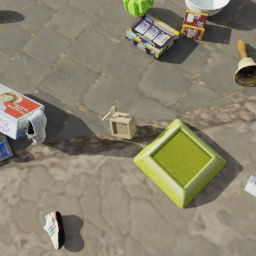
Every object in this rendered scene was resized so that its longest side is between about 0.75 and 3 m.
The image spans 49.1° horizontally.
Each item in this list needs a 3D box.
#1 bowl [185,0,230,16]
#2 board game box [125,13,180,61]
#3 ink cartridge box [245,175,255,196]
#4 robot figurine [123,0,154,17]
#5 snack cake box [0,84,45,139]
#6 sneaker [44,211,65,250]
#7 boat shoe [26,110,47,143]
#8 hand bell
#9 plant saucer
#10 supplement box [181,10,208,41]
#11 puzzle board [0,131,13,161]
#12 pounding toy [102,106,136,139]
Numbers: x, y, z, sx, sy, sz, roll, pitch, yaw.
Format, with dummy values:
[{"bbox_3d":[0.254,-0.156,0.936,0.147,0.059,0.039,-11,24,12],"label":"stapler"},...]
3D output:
[{"bbox_3d":[3.578,-5.959,13.068,2.147,0.965,2.147,0,66,0],"label":"bowl"},{"bbox_3d":[1.082,-4.100,12.499,1.874,0.531,1.549,39,70,15],"label":"board game box"},{"bbox_3d":[4.747,2.198,9.877,1.059,0.267,0.577,30,70,13],"label":"ink cartridge box"},{"bbox_3d":[0.497,-5.598,12.773,1.343,0.886,1.531,-6,31,12],"label":"robot figurine"},{"bbox_3d":[-4.667,-0.763,10.471,2.581,0.867,1.484,26,30,12],"label":"snack cake box"},{"bbox_3d":[-2.481,3.424,9.330,0.570,0.429,1.219,-18,71,17],"label":"sneaker"},{"bbox_3d":[-3.298,0.077,9.913,0.630,1.838,0.662,-34,82,-34],"label":"boat shoe"},{"bbox_3d":[4.984,-2.991,11.920,1.176,1.176,2.259,5,54,2],"label":"hand bell"},{"bbox_3d":[1.922,1.120,10.168,2.516,0.603,2.519,-41,72,-16],"label":"plant saucer"},{"bbox_3d":[2.979,-4.632,12.656,0.969,0.652,0.983,14,67,6],"label":"supplement box"},{"bbox_3d":[-5.549,0.466,10.691,1.698,0.196,2.253,-25,69,-11],"label":"puzzle board"},{"bbox_3d":[-0.352,-0.333,10.373,1.115,1.270,0.581,11,41,23],"label":"pounding toy"}]
